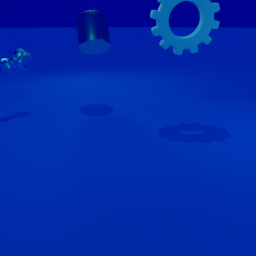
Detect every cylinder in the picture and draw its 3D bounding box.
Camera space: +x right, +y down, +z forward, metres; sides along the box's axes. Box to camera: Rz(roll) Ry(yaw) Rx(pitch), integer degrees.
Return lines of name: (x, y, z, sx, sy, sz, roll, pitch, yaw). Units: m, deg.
cylinder: (-1.294, -3.503, 10.374, 1.175, 1.175, 1.175, -7, -9, -1)

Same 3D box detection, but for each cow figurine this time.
cow figurine: (-3.925, -2.340, 9.609, 0.561, 1.022, 1.005, 10, -12, 35)

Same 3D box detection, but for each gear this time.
gear: (1.713, -3.278, 8.467, 2.024, 2.024, 0.374, -1, 26, -3)
